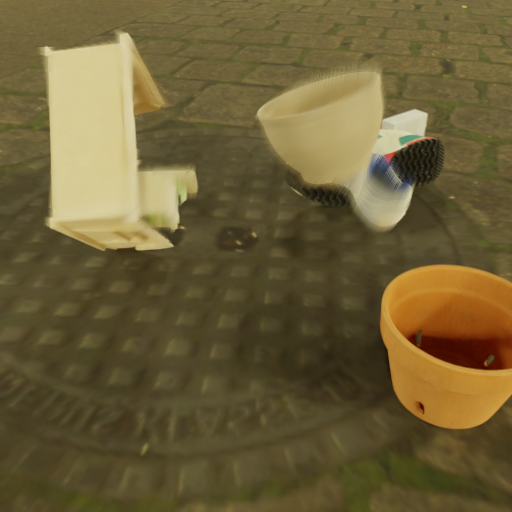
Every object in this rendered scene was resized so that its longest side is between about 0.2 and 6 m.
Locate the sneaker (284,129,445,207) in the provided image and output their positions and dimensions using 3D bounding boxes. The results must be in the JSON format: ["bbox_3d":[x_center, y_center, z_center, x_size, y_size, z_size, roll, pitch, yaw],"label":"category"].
[{"bbox_3d":[1.948,-1.828,11.032,3.289,1.158,1.538,-11,25,-16],"label":"sneaker"}]

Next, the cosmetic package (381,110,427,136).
[{"bbox_3d":[3.391,-2.939,12.893,1.123,0.569,0.400,-22,40,-29],"label":"cosmetic package"}]

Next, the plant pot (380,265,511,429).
[{"bbox_3d":[2.311,1.136,6.536,1.805,1.263,1.805,0,35,0],"label":"plant pot"}]

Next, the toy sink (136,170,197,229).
[{"bbox_3d":[-1.381,-0.746,7.740,1.123,0.732,0.629,-2,78,-3],"label":"toy sink"}]

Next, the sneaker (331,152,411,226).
[{"bbox_3d":[1.521,-1.349,8.241,1.946,0.858,0.732,43,67,11],"label":"sneaker"}]

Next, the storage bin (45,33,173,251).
[{"bbox_3d":[-2.061,-1.443,8.325,1.170,2.497,2.479,-6,-8,3],"label":"storage bin"}]

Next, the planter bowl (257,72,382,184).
[{"bbox_3d":[0.867,-1.505,6.864,1.490,1.003,1.490,-16,25,8],"label":"planter bowl"}]
